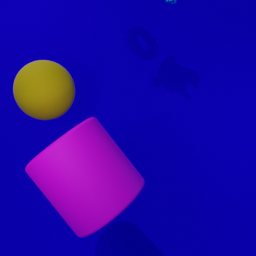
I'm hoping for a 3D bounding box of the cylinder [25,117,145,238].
[{"bbox_3d":[-0.680,0.776,4.609,1.396,1.396,1.396,-38,92,-15],"label":"cylinder"}]

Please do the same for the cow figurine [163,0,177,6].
[{"bbox_3d":[1.129,-3.927,7.440,1.241,0.681,1.221,-6,102,35],"label":"cow figurine"}]

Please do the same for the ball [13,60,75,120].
[{"bbox_3d":[-1.864,-0.843,6.299,1.329,1.329,1.329,0,66,0],"label":"ball"}]
